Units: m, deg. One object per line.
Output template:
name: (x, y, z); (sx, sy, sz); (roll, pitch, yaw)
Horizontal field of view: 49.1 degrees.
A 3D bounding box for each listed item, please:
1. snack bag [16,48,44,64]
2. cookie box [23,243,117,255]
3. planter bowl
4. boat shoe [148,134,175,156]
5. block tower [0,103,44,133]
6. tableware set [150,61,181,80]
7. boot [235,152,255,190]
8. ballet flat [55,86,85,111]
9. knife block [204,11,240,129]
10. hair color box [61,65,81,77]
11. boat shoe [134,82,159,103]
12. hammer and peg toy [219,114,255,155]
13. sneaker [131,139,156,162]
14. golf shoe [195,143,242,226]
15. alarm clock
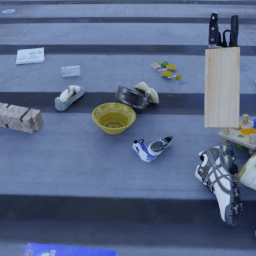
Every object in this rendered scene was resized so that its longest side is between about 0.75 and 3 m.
snack bag: (-5.308, -3.921, 15.216); (1.475, 0.167, 1.565); (-9, 42, -11)
cookie box: (-1.339, 3.538, 5.939); (2.098, 0.788, 1.795); (3, 40, 4)
planter bowl: (-0.530, -0.233, 10.473); (1.601, 0.667, 1.601); (3, 40, -2)
boat shoe: (1.142, 0.510, 9.569); (0.455, 0.447, 1.261); (43, 43, 16)
block tower: (-4.568, -0.453, 10.723); (2.500, 0.723, 0.675); (9, 41, 12)
tableware set: (1.970, -2.839, 13.908); (1.168, 0.266, 1.734); (-18, 42, -24)
boot: (4.504, 1.465, 8.327); (1.894, 0.882, 2.448); (38, 39, 27)
ballet flat: (-2.428, -1.452, 11.953); (0.658, 0.622, 1.953); (16, 43, 18)
knife block: (2.557, -1.664, 7.610); (0.887, 2.435, 2.774); (0, 42, 20)
hair color box: (-2.770, -2.762, 13.637); (0.884, 0.437, 0.268); (-8, 41, -9)
boat shoe: (0.799, -1.475, 12.049); (0.510, 0.591, 1.620); (-24, 43, -13)
hammer and peg toy: (4.393, 0.267, 9.472); (1.546, 0.741, 2.102); (-24, 28, -26)
sneaker: (0.486, 0.703, 9.464); (0.972, 0.561, 0.393); (33, 51, 33)
golf shoe: (2.627, 1.641, 8.242); (1.237, 1.018, 2.619); (-11, 39, 23)
alarm clock: (0.149, -1.239, 11.455); (1.350, 0.666, 2.001); (21, 13, -9)
